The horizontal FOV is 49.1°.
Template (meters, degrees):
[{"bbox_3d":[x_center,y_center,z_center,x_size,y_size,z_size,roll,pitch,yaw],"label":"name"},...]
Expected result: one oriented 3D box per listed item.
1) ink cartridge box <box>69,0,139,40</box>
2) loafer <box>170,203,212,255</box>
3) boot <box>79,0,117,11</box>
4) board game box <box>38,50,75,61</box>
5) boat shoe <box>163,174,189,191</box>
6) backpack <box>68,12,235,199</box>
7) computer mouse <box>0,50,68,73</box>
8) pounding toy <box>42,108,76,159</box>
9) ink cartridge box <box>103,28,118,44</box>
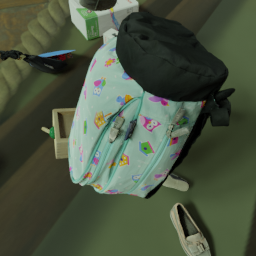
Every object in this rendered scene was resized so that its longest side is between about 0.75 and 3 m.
[{"bbox_3d":[-0.985,-4.789,11.650,2.397,1.007,1.736,-23,54,-18],"label":"ink cartridge box"},{"bbox_3d":[1.369,2.329,6.186,0.511,0.447,1.422,-19,53,-15],"label":"loafer"},{"bbox_3d":[-1.114,-3.982,7.724,2.249,0.898,2.474,2,10,-18],"label":"boot"},{"bbox_3d":[-2.627,-2.551,10.120,1.207,0.297,1.528,-26,26,-36],"label":"board game box"},{"bbox_3d":[1.129,1.345,7.175,0.921,0.335,0.289,20,10,22],"label":"boat shoe"},{"bbox_3d":[0.099,-0.212,4.669,1.840,2.907,2.426,15,34,-15],"label":"backpack"},{"bbox_3d":[-3.250,-2.211,9.572,1.510,0.495,2.151,13,8,40],"label":"computer mouse"},{"bbox_3d":[-1.620,0.149,7.760,1.471,1.046,1.354,-4,51,-17],"label":"pounding toy"},{"bbox_3d":[-0.320,-2.993,10.285,1.178,0.850,0.493,34,58,25],"label":"ink cartridge box"}]
